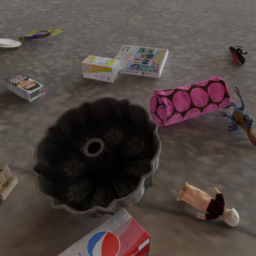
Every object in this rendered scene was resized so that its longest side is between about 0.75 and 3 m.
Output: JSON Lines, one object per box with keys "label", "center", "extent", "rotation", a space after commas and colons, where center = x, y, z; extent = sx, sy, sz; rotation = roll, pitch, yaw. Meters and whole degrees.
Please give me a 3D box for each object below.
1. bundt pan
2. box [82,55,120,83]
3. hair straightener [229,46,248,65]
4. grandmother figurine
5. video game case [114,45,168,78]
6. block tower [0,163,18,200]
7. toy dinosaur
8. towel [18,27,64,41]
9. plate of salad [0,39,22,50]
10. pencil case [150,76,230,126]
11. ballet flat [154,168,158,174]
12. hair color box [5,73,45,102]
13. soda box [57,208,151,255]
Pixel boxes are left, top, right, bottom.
{"label": "bundt pan", "center": [-0.581, 0.678, 6.132], "extent": [2.802, 1.051, 2.802], "rotation": [-9, 54, 12]}
{"label": "box", "center": [-0.998, -2.198, 10.363], "extent": [1.228, 0.622, 0.691], "rotation": [13, 40, 16]}
{"label": "hair straightener", "center": [4.652, -3.083, 11.756], "extent": [0.627, 0.334, 1.630], "rotation": [2, 35, 2]}
{"label": "grandmother figurine", "center": [1.741, 1.628, 5.962], "extent": [1.293, 0.392, 0.784], "rotation": [28, 74, 26]}
{"label": "video game case", "center": [0.483, -2.753, 11.336], "extent": [1.999, 0.260, 2.196], "rotation": [10, 40, 11]}
{"label": "block tower", "center": [-3.705, 1.036, 6.466], "extent": [2.165, 0.626, 0.585], "rotation": [11, 41, 11]}
{"label": "toy dinosaur", "center": [3.194, -0.279, 8.265], "extent": [0.899, 1.713, 1.554], "rotation": [-29, 6, 25]}
{"label": "towel", "center": [-4.017, -4.399, 13.030], "extent": [1.880, 0.214, 1.350], "rotation": [2, 33, 21]}
{"label": "plate of salad", "center": [-5.388, -3.711, 12.442], "extent": [1.247, 0.299, 1.247], "rotation": [7, 30, -4]}
{"label": "pencil case", "center": [1.831, -0.846, 8.260], "extent": [2.338, 1.095, 1.061], "rotation": [-16, 4, -19]}
{"label": "ballet flat", "center": [-0.021, 0.650, 6.965], "extent": [1.637, 0.560, 0.557], "rotation": [19, 42, 21]}
{"label": "hair color box", "center": [-3.526, -1.402, 9.583], "extent": [1.296, 0.393, 0.641], "rotation": [27, 46, 28]}
{"label": "soda box", "center": [-0.704, 2.404, 4.706], "extent": [2.288, 0.726, 0.801], "rotation": [-28, 47, -31]}
